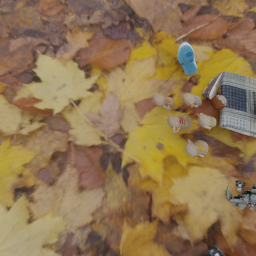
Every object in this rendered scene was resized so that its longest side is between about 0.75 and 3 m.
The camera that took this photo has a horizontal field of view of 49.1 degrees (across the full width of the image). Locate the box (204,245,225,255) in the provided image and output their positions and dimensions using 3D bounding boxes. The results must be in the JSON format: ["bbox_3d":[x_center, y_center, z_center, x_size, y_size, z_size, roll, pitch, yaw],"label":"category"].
[{"bbox_3d":[1.906,3.565,6.413,1.304,0.284,1.045,-39,86,-6],"label":"box"}]

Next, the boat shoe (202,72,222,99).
[{"bbox_3d":[2.606,-1.317,8.506,0.325,0.393,1.093,18,61,34],"label":"boat shoe"}]

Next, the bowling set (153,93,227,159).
[{"bbox_3d":[1.755,-0.454,7.429,1.528,1.179,2.196,-45,69,23],"label":"bowling set"}]

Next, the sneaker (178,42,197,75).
[{"bbox_3d":[1.729,-2.276,8.458,0.501,1.260,0.823,-13,57,14],"label":"sneaker"}]

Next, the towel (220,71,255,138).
[{"bbox_3d":[3.550,-0.635,8.144,1.931,0.333,1.859,13,66,-8],"label":"towel"}]

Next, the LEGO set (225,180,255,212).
[{"bbox_3d":[3.103,1.686,6.404,1.461,2.250,0.638,19,69,-6],"label":"LEGO set"}]
